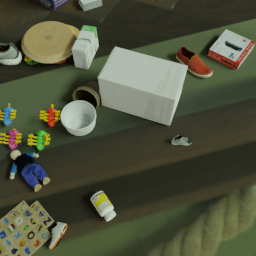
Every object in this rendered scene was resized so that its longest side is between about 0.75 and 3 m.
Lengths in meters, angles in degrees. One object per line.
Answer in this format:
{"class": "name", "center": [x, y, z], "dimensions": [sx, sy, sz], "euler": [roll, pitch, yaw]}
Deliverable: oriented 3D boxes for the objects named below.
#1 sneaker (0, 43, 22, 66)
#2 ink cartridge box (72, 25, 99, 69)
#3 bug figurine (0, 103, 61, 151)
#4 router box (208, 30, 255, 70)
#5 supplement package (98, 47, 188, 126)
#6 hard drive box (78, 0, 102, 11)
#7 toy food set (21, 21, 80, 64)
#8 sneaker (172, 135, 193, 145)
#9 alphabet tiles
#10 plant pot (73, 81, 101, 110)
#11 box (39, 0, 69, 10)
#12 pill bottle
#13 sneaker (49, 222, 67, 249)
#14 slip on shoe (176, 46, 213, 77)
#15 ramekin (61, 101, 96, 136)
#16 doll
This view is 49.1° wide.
{"class": "sneaker", "center": [-5.914, -3.200, 11.987], "dimensions": [2.500, 0.991, 0.924], "euler": [-9, 61, -4]}
{"class": "ink cartridge box", "center": [-1.822, -3.471, 12.073], "dimensions": [0.634, 1.101, 1.509], "euler": [13, 60, 7]}
{"class": "bug figurine", "center": [-3.680, -0.065, 10.355], "dimensions": [2.370, 0.610, 1.838], "euler": [2, 65, -3]}
{"class": "router box", "center": [4.614, -3.518, 12.504], "dimensions": [1.466, 0.399, 1.633], "euler": [32, 64, 17]}
{"class": "supplement package", "center": [0.543, -1.581, 10.588], "dimensions": [2.859, 1.733, 1.712], "euler": [18, 61, 10]}
{"class": "hard drive box", "center": [-1.934, -6.481, 14.261], "dimensions": [1.017, 0.391, 0.793], "euler": [-21, 62, -12]}
{"class": "toy food set", "center": [-3.488, -3.829, 12.525], "dimensions": [2.550, 0.627, 2.576], "euler": [5, 61, 0]}
{"class": "sneaker", "center": [1.998, 0.421, 10.144], "dimensions": [0.794, 0.459, 0.298], "euler": [-5, 60, -3]}
{"class": "alphabet tiles", "center": [-3.326, 3.233, 8.717], "dimensions": [1.863, 0.059, 1.551], "euler": [-41, 68, -21]}
{"class": "plant pot", "center": [-1.469, -1.319, 10.940], "dimensions": [1.065, 1.065, 0.924], "euler": [19, 45, 11]}
{"class": "box", "center": [-3.639, -7.265, 13.687], "dimensions": [1.131, 2.168, 1.605], "euler": [34, 65, 18]}
{"class": "pill bottle", "center": [-0.772, 2.489, 8.905], "dimensions": [0.490, 0.490, 0.881], "euler": [-30, 64, -17]}
{"class": "sneaker", "center": [-2.216, 3.283, 8.580], "dimensions": [0.380, 0.313, 0.827], "euler": [16, 53, 18]}
{"class": "slip on shoe", "center": [2.831, -2.825, 12.000], "dimensions": [0.700, 0.578, 1.888], "euler": [-35, 67, -21]}
{"class": "ramekin", "center": [-1.811, -0.319, 10.449], "dimensions": [1.286, 0.675, 1.286], "euler": [0, 60, -1]}
{"class": "doll", "center": [-3.493, 1.375, 9.604], "dimensions": [1.183, 0.420, 1.734], "euler": [-39, 67, -21]}
